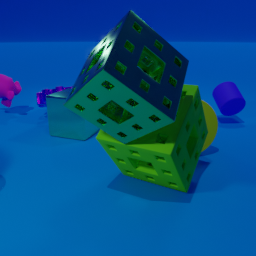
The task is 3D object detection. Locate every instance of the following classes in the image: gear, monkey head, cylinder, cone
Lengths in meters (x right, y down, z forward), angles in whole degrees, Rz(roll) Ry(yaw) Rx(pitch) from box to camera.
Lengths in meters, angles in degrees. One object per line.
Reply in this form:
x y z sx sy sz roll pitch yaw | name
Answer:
-1.904 -0.969 9.014 1.958 0.362 1.958 -7 -3 0 | gear
-4.125 -1.193 9.171 1.529 1.100 0.921 26 18 17 | monkey head
2.936 -0.853 8.180 0.733 0.733 0.733 -3 49 -9 | cylinder
1.222 -0.159 6.456 1.264 1.264 1.269 -1 14 -4 | cone

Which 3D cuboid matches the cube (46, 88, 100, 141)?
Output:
-1.365 -0.395 7.376 1.069 1.069 1.069 7 20 20 | cube

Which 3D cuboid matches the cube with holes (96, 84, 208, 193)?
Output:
0.490 0.115 4.760 1.259 1.259 1.259 10 59 30 | cube with holes

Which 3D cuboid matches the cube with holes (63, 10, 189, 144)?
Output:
-0.009 -0.599 3.705 1.038 1.038 1.038 -27 36 50 | cube with holes
